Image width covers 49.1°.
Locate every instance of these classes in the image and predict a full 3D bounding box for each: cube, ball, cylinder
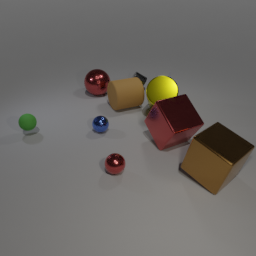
[{"bbox_3d":[1.684,-0.216,10.530,1.400,1.400,1.400,-16,66,-25],"label":"cube"},{"bbox_3d":[-1.140,-0.165,11.620,0.700,0.700,0.700,0,30,0],"label":"ball"},{"bbox_3d":[1.552,-1.469,12.664,1.400,1.400,1.400,5,-10,8],"label":"cylinder"},{"bbox_3d":[0.580,-2.629,15.408,0.700,0.700,0.700,28,27,-13],"label":"cylinder"},{"bbox_3d":[-1.626,-2.429,14.899,1.400,1.400,1.400,0,30,0],"label":"ball"},{"bbox_3d":[-0.120,-1.661,13.524,1.400,1.400,1.400,-13,32,-21],"label":"cylinder"},{"bbox_3d":[-0.429,1.184,9.304,0.700,0.700,0.700,0,30,0],"label":"ball"},{"bbox_3d":[2.771,0.916,8.791,1.400,1.400,1.400,-26,53,-37],"label":"cube"},{"bbox_3d":[-4.058,-0.236,11.327,0.700,0.700,0.700,0,30,0],"label":"ball"}]
